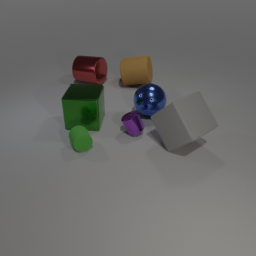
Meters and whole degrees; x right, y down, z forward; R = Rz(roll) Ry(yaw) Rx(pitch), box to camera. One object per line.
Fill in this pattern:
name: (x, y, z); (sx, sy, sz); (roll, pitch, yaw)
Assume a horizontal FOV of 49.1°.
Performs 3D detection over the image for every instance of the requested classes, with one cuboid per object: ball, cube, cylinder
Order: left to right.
cylinder: (-1.688, 0.377, 9.958); (0.700, 0.700, 0.700); (-13, 34, -20)
cube: (-1.747, -0.853, 11.299); (1.400, 1.400, 1.400); (3, 32, 4)
cylinder: (-2.010, -3.095, 14.873); (1.400, 1.400, 1.400); (10, 33, 22)
cylinder: (0.184, -0.189, 10.715); (0.700, 0.700, 0.700); (-23, 24, 11)
cylinder: (0.455, -2.976, 14.516); (1.400, 1.400, 1.400); (-3, 30, 18)
ball: (0.926, -1.185, 11.846); (1.400, 1.400, 1.400); (0, 32, 0)
cube: (1.930, -0.225, 9.714); (1.400, 1.400, 1.400); (-24, -5, -34)
